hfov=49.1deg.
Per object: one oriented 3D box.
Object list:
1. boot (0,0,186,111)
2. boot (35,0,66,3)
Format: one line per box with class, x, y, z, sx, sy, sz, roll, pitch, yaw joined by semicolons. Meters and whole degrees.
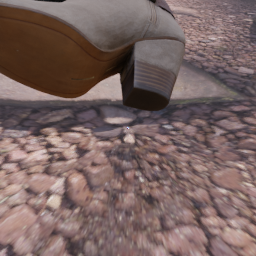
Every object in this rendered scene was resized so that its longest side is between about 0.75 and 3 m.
boot;-0.401;-1.212;3.125;2.467;0.867;1.804;19;53;-28
boot;-1.762;-2.884;6.412;0.890;2.366;1.769;-23;31;-21
